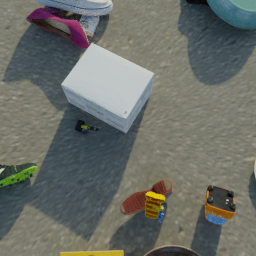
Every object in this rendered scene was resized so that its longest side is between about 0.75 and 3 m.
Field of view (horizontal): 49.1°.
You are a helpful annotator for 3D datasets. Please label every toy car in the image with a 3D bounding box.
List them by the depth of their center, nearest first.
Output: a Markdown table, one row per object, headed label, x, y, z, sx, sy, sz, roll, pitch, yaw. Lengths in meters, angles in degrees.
| label | x | y | z | sx | sy | sz | roll | pitch | yaw |
| --- | --- | --- | --- | --- | --- | --- | --- | --- | --- |
| toy car | 1.540 | 1.928 | 7.100 | 2.447 | 1.200 | 0.814 | 8 | 108 | -4 |

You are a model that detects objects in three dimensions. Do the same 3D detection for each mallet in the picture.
| label | x | y | z | sx | sy | sz | roll | pitch | yaw |
| --- | --- | --- | --- | --- | --- | --- | --- | --- | --- |
| mallet | -1.136 | -0.063 | 7.917 | 1.081 | 0.222 | 0.356 | 0 | 69 | 48 |

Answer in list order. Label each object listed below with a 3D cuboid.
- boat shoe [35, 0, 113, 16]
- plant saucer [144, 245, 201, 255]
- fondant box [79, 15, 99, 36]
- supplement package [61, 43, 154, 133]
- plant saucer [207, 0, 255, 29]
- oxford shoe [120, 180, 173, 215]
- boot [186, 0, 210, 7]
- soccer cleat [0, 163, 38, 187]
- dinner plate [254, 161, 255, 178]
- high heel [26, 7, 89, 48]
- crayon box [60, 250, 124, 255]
| label | x | y | z | sx | sy | sz | roll | pitch | yaw |
| --- | --- | --- | --- | --- | --- | --- | --- | --- | --- |
| boat shoe | -1.809 | -4.497 | 9.335 | 2.679 | 0.880 | 0.964 | 13 | 50 | -3 |
| plant saucer | 1.097 | 4.034 | 6.739 | 2.271 | 0.391 | 2.271 | 0 | 71 | 1 |
| fondant box | -1.363 | -3.554 | 9.555 | 0.549 | 0.222 | 0.761 | 17 | 70 | 6 |
| supplement package | -0.545 | -1.155 | 8.190 | 2.084 | 1.155 | 1.623 | 29 | 73 | 9 |
| plant saucer | 3.759 | -4.405 | 9.423 | 2.398 | 0.431 | 2.398 | 7 | 65 | -14 |
| oxford shoe | 0.532 | 1.939 | 7.378 | 1.512 | 0.565 | 0.532 | -24 | 46 | -2 |
| boot | 2.864 | -4.975 | 9.847 | 1.661 | 0.625 | 1.242 | 12 | 70 | 5 |
| soccer cleat | -3.526 | 1.250 | 7.590 | 2.084 | 0.704 | 0.845 | -21 | 71 | -4 |
| dinner plate | 4.460 | 1.291 | 7.809 | 1.914 | 0.232 | 1.914 | 0 | 69 | 0 |
| high heel | -2.267 | -3.135 | 9.085 | 1.151 | 0.807 | 2.395 | -32 | 58 | -21 |
| crayon box | -0.826 | 4.202 | 6.537 | 1.564 | 0.641 | 2.487 | -1 | 71 | -1 |
